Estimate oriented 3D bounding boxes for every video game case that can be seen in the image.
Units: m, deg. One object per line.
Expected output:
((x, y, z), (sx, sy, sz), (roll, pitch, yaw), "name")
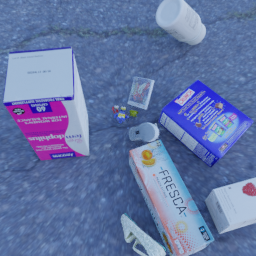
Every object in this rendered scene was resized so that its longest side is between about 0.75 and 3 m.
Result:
((0.385, -1.093, 8.670), (0.827, 0.104, 0.908), (22, 100, 45), "video game case")

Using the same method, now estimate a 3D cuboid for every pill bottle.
((1.925, -3.671, 9.824), (1.089, 1.904, 1.089), (-10, 75, 39), "pill bottle")

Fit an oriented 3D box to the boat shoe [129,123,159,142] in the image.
((0.591, 0.152, 7.743), (0.609, 1.427, 0.527), (-1, 83, -26), "boat shoe")

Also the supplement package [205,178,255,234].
((2.858, 1.872, 6.915), (1.506, 0.902, 0.913), (-14, 58, -9), "supplement package")

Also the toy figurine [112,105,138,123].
((-0.133, -0.320, 8.613), (0.829, 0.437, 0.497), (12, 58, 2), "toy figurine")

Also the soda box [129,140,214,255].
((0.953, 1.725, 7.016), (0.956, 0.889, 2.797), (-18, 60, -12), "soda box")

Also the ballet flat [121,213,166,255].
((0.215, 2.518, 6.414), (0.529, 0.529, 1.474), (-39, 41, -22), "ballet flat")

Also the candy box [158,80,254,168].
((2.227, -0.192, 8.199), (1.759, 0.801, 2.081), (-39, 71, -25), "candy box")

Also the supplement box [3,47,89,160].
((-1.891, -0.456, 7.215), (1.464, 2.894, 1.495), (-6, 61, -3), "supplement box")
